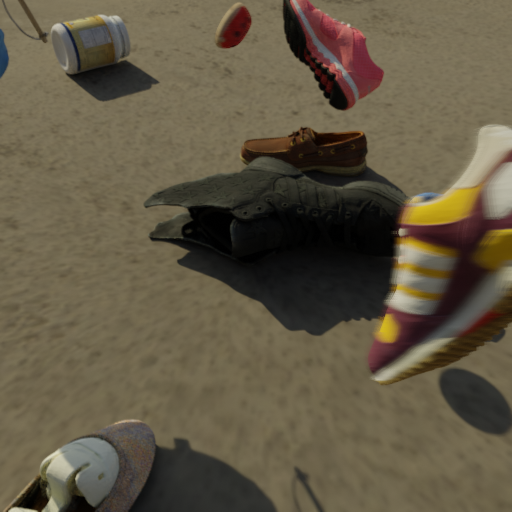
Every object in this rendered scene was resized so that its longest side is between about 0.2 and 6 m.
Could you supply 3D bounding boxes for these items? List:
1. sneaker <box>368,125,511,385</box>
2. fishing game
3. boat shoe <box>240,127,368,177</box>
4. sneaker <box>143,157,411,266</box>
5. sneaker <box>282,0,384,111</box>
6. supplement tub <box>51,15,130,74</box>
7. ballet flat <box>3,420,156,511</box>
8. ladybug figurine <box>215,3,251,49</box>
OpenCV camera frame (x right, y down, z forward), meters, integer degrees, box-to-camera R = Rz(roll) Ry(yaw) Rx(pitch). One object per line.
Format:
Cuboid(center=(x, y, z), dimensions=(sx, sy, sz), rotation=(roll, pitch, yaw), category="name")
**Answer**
Cuboid(center=(1.147, 0.087, 3.375), dimensions=(0.692, 1.847, 0.832), rotation=(-9, 58, -32), category="sneaker")
Cuboid(center=(-3.788, -2.504, 6.570), dimensions=(2.406, 1.723, 0.374), rotation=(-34, 50, -8), category="fishing game")
Cuboid(center=(0.922, -2.102, 10.788), dimensions=(2.465, 0.833, 0.887), rotation=(3, 41, 3), category="boat shoe")
Cuboid(center=(0.361, -0.489, 8.705), dimensions=(4.077, 1.224, 2.127), rotation=(23, 45, 31), category="sneaker")
Cuboid(center=(1.303, -3.661, 9.688), dimensions=(1.058, 0.899, 2.440), rotation=(-28, 78, -9), category="sneaker")
Cuboid(center=(-4.228, -5.454, 14.387), dimensions=(1.700, 1.228, 1.228), rotation=(-26, 47, -27), category="supplement tub")
Cuboid(center=(-1.969, 2.500, 5.335), dimensions=(0.961, 0.950, 2.824), rotation=(20, 44, 22), category="ballet flat")
Cuboid(center=(-0.300, -3.159, 7.776), dimensions=(0.299, 0.565, 0.832), rotation=(28, 55, 1), category="ladybug figurine")
